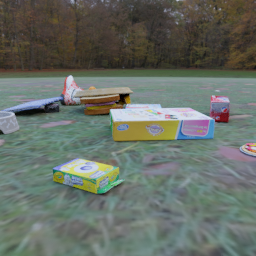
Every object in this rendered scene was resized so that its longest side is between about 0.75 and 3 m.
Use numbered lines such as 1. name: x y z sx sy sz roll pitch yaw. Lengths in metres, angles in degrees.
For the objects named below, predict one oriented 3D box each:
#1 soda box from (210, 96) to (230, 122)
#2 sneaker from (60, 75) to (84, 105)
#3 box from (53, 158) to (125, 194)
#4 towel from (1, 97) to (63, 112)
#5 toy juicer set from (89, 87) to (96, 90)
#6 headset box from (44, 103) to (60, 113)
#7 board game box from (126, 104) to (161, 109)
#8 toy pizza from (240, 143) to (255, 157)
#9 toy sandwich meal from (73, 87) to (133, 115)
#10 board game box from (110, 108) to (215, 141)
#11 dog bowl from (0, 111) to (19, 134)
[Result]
1. soda box: 3.447 -0.762 10.600 0.657 0.726 2.073 4 13 17
2. sneaker: -2.731 -1.949 14.463 1.135 0.707 2.118 1 46 1
3. box: -0.654 0.797 4.725 1.100 0.266 0.646 9 16 30
4. towel: -3.974 -0.940 11.907 1.733 0.285 2.393 -8 12 13
5. toy juicer set: -2.012 -1.824 15.244 2.894 0.787 1.841 2 13 8
6. headset box: -3.275 -0.867 12.035 0.613 0.310 0.825 -4 13 -16
7. board game box: 0.604 -0.650 10.894 1.380 0.386 1.352 1 13 3
8. toy pizza: 3.076 0.480 6.355 0.995 0.158 0.995 0 13 0
9. toy sandwich meal: -1.040 -1.186 12.233 2.918 0.999 2.918 -4 6 0
10. board game box: 0.856 -0.161 8.309 2.712 0.547 2.075 -1 13 -6
11. dog bowl: -4.191 -0.153 8.455 1.674 0.491 1.674 0 13 0
